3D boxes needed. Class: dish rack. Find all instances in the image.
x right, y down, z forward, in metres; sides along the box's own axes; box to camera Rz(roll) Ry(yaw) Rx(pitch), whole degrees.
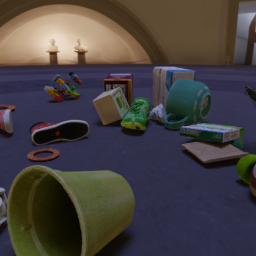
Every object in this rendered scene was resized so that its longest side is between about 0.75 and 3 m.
[{"bbox_3d":[4.105,-0.426,7.995,0.537,1.969,1.510,-35,27,11],"label":"dish rack"}]

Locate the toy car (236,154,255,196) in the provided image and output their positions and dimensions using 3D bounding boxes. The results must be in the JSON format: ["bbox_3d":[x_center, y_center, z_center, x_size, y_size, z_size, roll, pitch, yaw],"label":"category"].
[{"bbox_3d":[3.323,0.299,5.270,1.821,2.307,1.895,-2,16,-8],"label":"toy car"}]

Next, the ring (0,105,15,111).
[{"bbox_3d":[-6.153,-0.857,13.123,1.647,0.158,1.647,1,16,0],"label":"ring"}]

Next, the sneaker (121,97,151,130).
[{"bbox_3d":[0.330,-0.602,10.523,0.940,1.060,2.537,9,18,7],"label":"sneaker"}]

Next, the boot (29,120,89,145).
[{"bbox_3d":[-2.299,0.004,9.330,1.844,0.668,1.330,-10,17,-20],"label":"boot"}]

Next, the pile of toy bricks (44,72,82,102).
[{"bbox_3d":[-3.363,-2.206,16.156,1.399,1.572,2.833,43,13,6],"label":"pile of toy bricks"}]

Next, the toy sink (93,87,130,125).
[{"bbox_3d":[-0.575,-0.955,11.167,0.893,1.039,1.594,-19,14,20],"label":"toy sink"}]

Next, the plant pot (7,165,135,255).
[{"bbox_3d":[-0.675,1.209,4.050,1.534,1.534,1.411,12,9,35],"label":"plant pot"}]

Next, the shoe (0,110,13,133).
[{"bbox_3d":[-4.679,-0.240,10.017,0.985,0.773,2.165,-8,13,-21],"label":"shoe"}]

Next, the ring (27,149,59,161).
[{"bbox_3d":[-2.335,0.748,7.743,0.853,0.082,0.853,-1,16,0],"label":"ring"}]

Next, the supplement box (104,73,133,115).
[{"bbox_3d":[-0.398,-1.695,13.384,1.228,1.581,2.866,1,16,2],"label":"supplement box"}]

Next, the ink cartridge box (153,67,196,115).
[{"bbox_3d":[2.039,-1.775,13.000,1.148,1.972,2.727,-3,17,-10],"label":"ink cartridge box"}]

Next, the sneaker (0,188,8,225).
[{"bbox_3d":[-2.377,1.401,4.326,0.862,0.757,2.152,-2,16,-17],"label":"sneaker"}]

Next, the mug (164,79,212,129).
[{"bbox_3d":[2.352,-0.780,10.648,1.258,2.034,1.671,16,-1,35],"label":"mug"}]

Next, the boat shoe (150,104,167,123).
[{"bbox_3d":[1.224,-0.558,11.511,0.611,0.621,1.751,-24,16,12],"label":"boat shoe"}]

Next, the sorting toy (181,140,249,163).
[{"bbox_3d":[2.630,0.623,7.783,1.907,0.281,1.409,-6,15,-16],"label":"sorting toy"}]

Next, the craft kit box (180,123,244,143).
[{"bbox_3d":[2.555,0.117,8.549,1.403,0.345,1.421,-12,15,-44],"label":"craft kit box"}]
